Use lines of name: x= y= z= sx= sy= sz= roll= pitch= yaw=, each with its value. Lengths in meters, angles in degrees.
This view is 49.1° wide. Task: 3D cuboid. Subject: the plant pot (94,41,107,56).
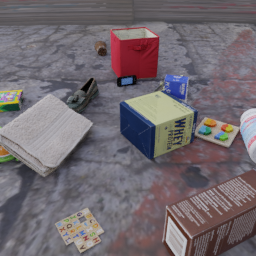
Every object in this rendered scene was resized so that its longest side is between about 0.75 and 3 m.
plant pot: x=-1.626 y=-4.797 z=17.037 sx=0.754 sy=0.754 sz=0.746 roll=-7 pitch=42 yaw=-11

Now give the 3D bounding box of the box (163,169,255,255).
box: x=2.044 y=1.951 z=6.121 sx=2.507 sy=1.255 sz=0.939 roll=-14 pitch=36 yaw=-21

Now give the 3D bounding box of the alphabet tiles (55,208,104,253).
alphabet tiles: x=-1.103 y=2.398 z=6.553 sx=0.873 sy=0.039 sz=1.045 roll=-20 pitch=38 yaw=-28

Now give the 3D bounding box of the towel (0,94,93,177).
towel: x=-2.504 y=0.071 z=8.909 sx=1.953 sy=0.508 sz=2.947 roll=36 pitch=37 yaw=-3

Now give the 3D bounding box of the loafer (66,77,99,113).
loafer: x=-1.960 y=-1.397 z=11.723 sx=0.852 sy=0.746 sz=2.370 roll=10 pitch=35 yaw=16

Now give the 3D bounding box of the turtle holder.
turtle holder: x=-3.864 y=0.448 z=8.751 sx=0.967 sy=0.903 sz=1.272 roll=-1 pitch=33 yaw=-1

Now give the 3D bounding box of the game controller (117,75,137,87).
game controller: x=-0.061 y=-2.227 z=13.203 sx=0.991 sy=0.517 sz=0.209 roll=-12 pitch=48 yaw=-17

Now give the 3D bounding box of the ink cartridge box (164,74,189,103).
ink cartridge box: x=1.767 y=-1.149 z=10.430 sx=0.809 sy=1.720 sz=0.380 roll=10 pitch=48 yaw=14

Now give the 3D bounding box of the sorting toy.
sorting toy: x=3.126 y=0.081 z=9.905 sx=1.320 sy=0.260 sz=1.426 roll=20 pitch=38 yaw=28

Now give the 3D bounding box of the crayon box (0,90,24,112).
crayon box: x=-5.002 y=-1.134 z=11.670 sx=1.089 sy=0.368 sz=1.263 roll=-7 pitch=34 yaw=-8

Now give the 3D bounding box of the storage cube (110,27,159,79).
storage cube: x=0.276 y=-3.763 z=14.149 sx=1.975 sy=2.077 sz=2.310 roll=-9 pitch=35 yaw=-14

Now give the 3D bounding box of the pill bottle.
pill bottle: x=4.233 y=0.204 z=8.947 sx=1.084 sy=1.084 sz=1.993 roll=4 pitch=33 yaw=6

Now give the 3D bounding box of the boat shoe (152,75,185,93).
boat shoe: x=1.722 y=-1.762 z=12.204 sx=0.780 sy=0.848 sz=2.372 roll=23 pitch=44 yaw=23

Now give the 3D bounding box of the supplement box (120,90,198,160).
supplement box: x=0.975 y=-0.194 z=9.410 sx=1.864 sy=1.253 sz=1.866 roll=-19 pitch=37 yaw=-26
